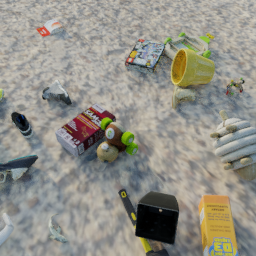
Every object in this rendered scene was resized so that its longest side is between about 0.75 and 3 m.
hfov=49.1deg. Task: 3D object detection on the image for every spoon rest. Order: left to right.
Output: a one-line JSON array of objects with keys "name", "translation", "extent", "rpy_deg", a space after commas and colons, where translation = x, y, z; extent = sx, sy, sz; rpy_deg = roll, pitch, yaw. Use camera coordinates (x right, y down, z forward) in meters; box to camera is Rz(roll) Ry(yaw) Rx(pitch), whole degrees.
[{"name": "spoon rest", "translation": [-4.159, 3.365, 7.848], "extent": [2.238, 0.678, 1.112], "rpy_deg": [-37, 57, -11]}]

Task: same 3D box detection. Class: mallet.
[{"name": "mallet", "translation": [0.191, 3.009, 8.188], "extent": [0.911, 0.569, 2.767], "rpy_deg": [-25, 49, -17]}]

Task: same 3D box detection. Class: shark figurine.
[{"name": "shark figurine", "translation": [-2.241, 3.008, 8.252], "extent": [0.588, 0.410, 0.983], "rpy_deg": [0, 48, -46]}]

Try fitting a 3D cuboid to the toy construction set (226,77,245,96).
[{"name": "toy construction set", "translation": [4.627, -1.870, 12.117], "extent": [0.740, 0.682, 0.887], "rpy_deg": [37, 60, 27]}]

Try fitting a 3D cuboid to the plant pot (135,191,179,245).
[{"name": "plant pot", "translation": [0.891, 2.437, 7.988], "extent": [1.129, 1.126, 1.001], "rpy_deg": [9, 22, 14]}]

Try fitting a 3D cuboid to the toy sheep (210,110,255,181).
[{"name": "toy sheep", "translation": [3.664, 0.531, 9.408], "extent": [1.742, 1.742, 2.527], "rpy_deg": [-13, 77, -11]}]

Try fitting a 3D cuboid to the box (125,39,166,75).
[{"name": "box", "translation": [0.866, -3.529, 13.684], "extent": [1.431, 0.417, 2.091], "rpy_deg": [15, 52, 13]}]

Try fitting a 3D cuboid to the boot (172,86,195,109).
[{"name": "boot", "translation": [2.344, -1.247, 11.763], "extent": [0.952, 0.446, 1.224], "rpy_deg": [10, 47, 8]}]

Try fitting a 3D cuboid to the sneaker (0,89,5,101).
[{"name": "sneaker", "translation": [-5.959, -1.240, 11.614], "extent": [1.677, 0.641, 0.632], "rpy_deg": [-33, 55, -26]}]

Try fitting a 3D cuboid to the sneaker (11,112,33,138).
[{"name": "sneaker", "translation": [-4.133, -0.356, 10.749], "extent": [0.533, 0.816, 1.458], "rpy_deg": [-30, 56, -25]}]

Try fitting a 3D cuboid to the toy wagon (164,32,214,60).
[{"name": "toy wagon", "translation": [3.204, -4.075, 14.083], "extent": [2.660, 0.526, 2.064], "rpy_deg": [-26, 55, -21]}]

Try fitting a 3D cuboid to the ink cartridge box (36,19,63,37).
[{"name": "ink cartridge box", "translation": [-4.365, -5.555, 15.475], "extent": [1.236, 0.310, 1.002], "rpy_deg": [-25, 54, -23]}]

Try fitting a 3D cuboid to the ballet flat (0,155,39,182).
[{"name": "ballet flat", "translation": [-4.054, 1.432, 9.398], "extent": [2.113, 0.772, 0.772], "rpy_deg": [-10, 50, -16]}]

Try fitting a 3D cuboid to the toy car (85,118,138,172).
[{"name": "toy car", "translation": [-0.698, 0.696, 9.712], "extent": [1.328, 1.275, 1.616], "rpy_deg": [32, 68, 33]}]

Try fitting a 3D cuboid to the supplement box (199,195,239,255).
[{"name": "supplement box", "translation": [2.526, 3.176, 7.769], "extent": [0.837, 0.866, 2.516], "rpy_deg": [1, 52, 4]}]

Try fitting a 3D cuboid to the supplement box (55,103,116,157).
[{"name": "supplement box", "translation": [-1.549, 0.035, 10.545], "extent": [1.125, 0.629, 2.066], "rpy_deg": [34, 57, 25]}]

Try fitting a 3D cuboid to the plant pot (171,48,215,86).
[{"name": "plant pot", "translation": [2.872, -2.563, 12.233], "extent": [1.496, 1.590, 1.590], "rpy_deg": [5, 48, -15]}]

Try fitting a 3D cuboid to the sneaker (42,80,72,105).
[{"name": "sneaker", "translation": [-3.060, -1.307, 11.756], "extent": [0.985, 0.640, 1.706], "rpy_deg": [-27, 45, -15]}]
